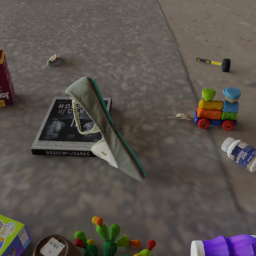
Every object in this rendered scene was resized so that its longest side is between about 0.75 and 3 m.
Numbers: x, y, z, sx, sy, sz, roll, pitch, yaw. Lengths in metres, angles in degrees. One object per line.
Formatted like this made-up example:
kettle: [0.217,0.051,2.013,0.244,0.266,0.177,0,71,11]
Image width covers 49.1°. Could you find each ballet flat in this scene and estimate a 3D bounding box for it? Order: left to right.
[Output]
ballet flat: [-3.065,-2.913,11.779,0.350,0.350,0.974,14,40,17]
ballet flat: [-0.622,0.140,6.850,0.938,0.992,2.945,-29,81,-3]

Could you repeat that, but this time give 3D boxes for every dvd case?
dvd case: [-1.527,-0.125,8.282,1.913,0.315,2.546,1,39,2]

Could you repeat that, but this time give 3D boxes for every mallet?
mallet: [3.485,-2.614,11.500,0.317,0.508,1.541,-31,33,-33]

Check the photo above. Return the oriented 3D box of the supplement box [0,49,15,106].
supplement box: [-4.384,-1.568,9.007,1.087,1.661,0.857,-10,40,-13]

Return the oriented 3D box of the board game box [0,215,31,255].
board game box: [-3.156,2.537,4.732,1.694,0.564,2.520,14,41,17]

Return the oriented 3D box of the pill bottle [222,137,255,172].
pill bottle: [2.905,0.643,7.136,0.535,0.535,0.963,-27,46,-29]

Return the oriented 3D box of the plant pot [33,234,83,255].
plant pot: [-1.160,2.282,4.586,1.062,1.136,1.062,1,38,0]

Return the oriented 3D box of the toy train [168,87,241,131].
toy train: [2.248,-0.654,8.268,1.998,1.156,0.846,4,38,5]

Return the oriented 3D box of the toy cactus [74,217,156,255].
toy cactus: [-0.340,2.304,5.021,1.522,0.778,1.256,16,50,6]

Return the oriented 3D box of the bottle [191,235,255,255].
bottle: [2.154,2.234,4.857,2.038,0.851,0.665,1,51,0]
